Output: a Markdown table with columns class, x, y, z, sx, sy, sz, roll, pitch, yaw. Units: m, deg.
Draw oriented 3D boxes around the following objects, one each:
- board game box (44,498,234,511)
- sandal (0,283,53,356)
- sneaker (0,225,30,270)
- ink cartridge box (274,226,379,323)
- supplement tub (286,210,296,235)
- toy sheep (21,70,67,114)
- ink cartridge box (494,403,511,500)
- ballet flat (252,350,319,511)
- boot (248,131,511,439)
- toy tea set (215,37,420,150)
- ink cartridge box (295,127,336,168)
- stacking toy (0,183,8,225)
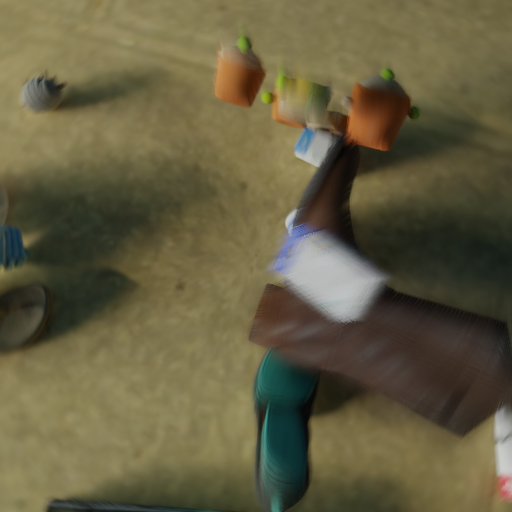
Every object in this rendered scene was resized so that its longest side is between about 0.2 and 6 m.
| class | x | y | z | sx | sy | sz | roll | pitch | yaw |
| --- | --- | --- | --- | --- | --- | --- | --- | --- | --- |
| board game box | -1.160 | 4.414 | 7.124 | 3.359 | 0.473 | 2.272 | 3 | 73 | 1 |
| sandal | -4.094 | 1.056 | 8.121 | 2.310 | 0.624 | 0.928 | -18 | 73 | -6 |
| sneaker | -4.014 | 0.202 | 8.429 | 0.634 | 1.040 | 1.594 | 45 | 114 | 34 |
| ink cartridge box | 0.772 | 0.179 | 6.297 | 1.074 | 0.641 | 0.225 | 35 | 33 | 17 |
| supplement tub | 0.993 | -0.128 | 8.404 | 0.801 | 0.801 | 1.214 | -18 | 71 | -6 |
| toy sheep | -3.553 | -2.708 | 9.341 | 0.921 | 0.635 | 0.635 | -20 | 71 | 23 |
| ink cartridge box | 3.882 | 2.611 | 7.646 | 1.006 | 0.568 | 1.371 | 1 | 73 | 1 |
| ballet flat | 0.312 | 2.163 | 7.441 | 0.891 | 0.897 | 2.622 | 12 | 35 | 3 |
| boot | 1.994 | 0.409 | 7.361 | 3.441 | 1.105 | 3.207 | 22 | 99 | 8 |
| toy tea set | 0.884 | -2.391 | 7.989 | 2.987 | 1.776 | 1.105 | 10 | 98 | -39 |
| ink cartridge box | 1.106 | -1.621 | 8.898 | 0.907 | 0.658 | 0.380 | 27 | 87 | 6 |
| stacking toy | -4.800 | -0.858 | 8.648 | 1.579 | 1.153 | 1.153 | 16 | 72 | 20 |
